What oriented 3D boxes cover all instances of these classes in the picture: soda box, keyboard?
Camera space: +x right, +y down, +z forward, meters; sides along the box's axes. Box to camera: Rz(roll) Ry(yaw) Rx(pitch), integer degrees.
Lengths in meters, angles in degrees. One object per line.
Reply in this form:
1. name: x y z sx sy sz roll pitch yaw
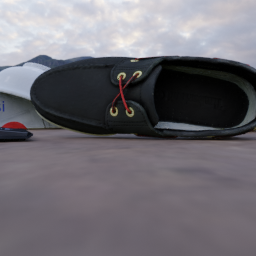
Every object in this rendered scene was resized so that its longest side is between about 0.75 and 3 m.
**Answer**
1. soda box: -2.633 -0.377 6.273 2.390 0.816 0.758 -1 2 -36
2. keyboard: -1.517 0.061 3.230 0.705 0.151 1.174 6 -2 -24

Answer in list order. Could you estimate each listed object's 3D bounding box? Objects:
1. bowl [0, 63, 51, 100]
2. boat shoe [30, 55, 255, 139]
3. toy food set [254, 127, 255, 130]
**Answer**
1. bowl: -2.159 -0.862 6.728 2.246 1.010 2.246 16 -13 4
2. boat shoe: 0.190 -0.407 3.306 2.854 1.044 0.894 4 -6 3
3. toy food set: 1.732 -0.280 5.736 1.543 0.650 2.150 -1 2 -35
